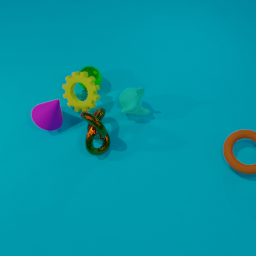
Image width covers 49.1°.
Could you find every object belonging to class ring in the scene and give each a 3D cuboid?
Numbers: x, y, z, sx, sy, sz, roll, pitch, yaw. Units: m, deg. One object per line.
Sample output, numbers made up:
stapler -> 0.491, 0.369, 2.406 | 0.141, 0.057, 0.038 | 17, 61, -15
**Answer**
ring -> 3.356, 0.659, 7.877 | 1.313, 0.263, 1.313 | -2, 67, 4

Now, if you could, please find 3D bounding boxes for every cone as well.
cone -> -2.238, -0.584, 8.357 | 0.990, 0.994, 0.990 | 20, 50, -26

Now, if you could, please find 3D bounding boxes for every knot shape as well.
knot shape -> -0.939, -0.018, 8.060 | 0.676, 1.368, 1.462 | -8, 67, 1

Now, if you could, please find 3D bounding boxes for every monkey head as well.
monkey head -> 0.229, -0.818, 8.660 | 0.976, 1.356, 0.817 | 10, 82, -22

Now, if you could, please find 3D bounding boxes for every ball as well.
ball -> -1.252, -1.631, 9.190 | 0.828, 0.828, 0.828 | 0, 63, 0

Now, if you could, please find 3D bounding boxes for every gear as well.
gear -> -1.474, -1.130, 8.782 | 1.245, 1.245, 0.230 | 30, 26, 14
